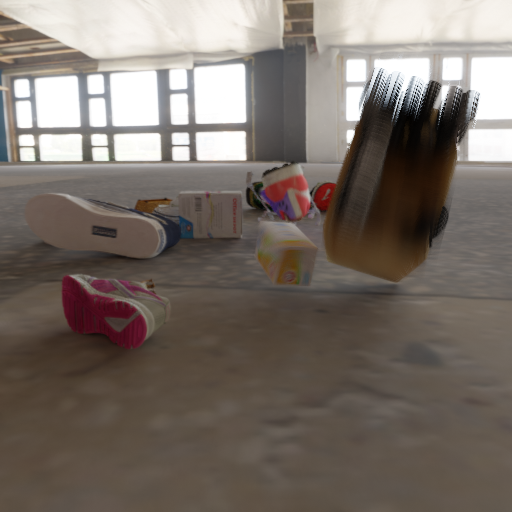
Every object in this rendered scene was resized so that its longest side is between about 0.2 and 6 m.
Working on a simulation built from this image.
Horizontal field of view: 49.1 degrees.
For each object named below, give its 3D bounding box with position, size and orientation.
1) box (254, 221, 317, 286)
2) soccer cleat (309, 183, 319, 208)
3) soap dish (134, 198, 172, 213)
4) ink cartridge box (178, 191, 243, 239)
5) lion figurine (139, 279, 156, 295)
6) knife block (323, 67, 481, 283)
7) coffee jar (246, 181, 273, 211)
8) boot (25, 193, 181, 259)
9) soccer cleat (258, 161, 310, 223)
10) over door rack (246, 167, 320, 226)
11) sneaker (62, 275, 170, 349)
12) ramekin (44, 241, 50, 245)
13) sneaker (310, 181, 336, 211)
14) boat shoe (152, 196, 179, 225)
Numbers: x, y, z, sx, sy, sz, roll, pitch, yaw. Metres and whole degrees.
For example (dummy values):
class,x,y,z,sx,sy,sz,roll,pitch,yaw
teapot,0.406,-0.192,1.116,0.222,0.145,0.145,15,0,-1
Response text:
class,x,y,z,sx,sy,sz,roll,pitch,yaw
box,0.415,-0.045,8.283,0.562,0.624,1.110,3,20,-17
soccer cleat,1.945,-1.951,18.026,0.660,0.793,1.956,8,15,35
soap dish,-2.897,-1.415,16.333,1.120,0.455,0.881,-8,14,-29
ink cartridge box,-1.008,-0.940,12.712,1.420,1.026,0.601,0,12,1
lion figurine,-1.673,0.496,7.974,0.467,0.276,0.762,-10,0,-12
knife block,1.462,-0.421,6.643,1.197,3.740,3.283,18,40,10
coffee jar,0.573,-1.808,17.204,1.039,0.850,1.993,-12,17,-33
boot,-2.998,-0.572,11.132,2.887,1.050,1.304,16,10,10
soccer cleat,0.680,-1.220,12.479,1.064,1.141,3.119,-19,-3,1
over door rack,0.643,-1.226,13.044,1.364,0.615,1.846,-2,-34,20
sneaker,-1.655,0.603,6.588,1.627,0.662,0.718,18,19,32
ramekin,-4.094,-0.553,12.207,1.037,0.483,1.037,0,13,0
sneaker,2.714,-1.809,17.215,2.402,0.925,1.020,-9,20,-36
boat shoe,-1.674,-1.246,14.499,2.635,0.880,0.969,9,15,37
